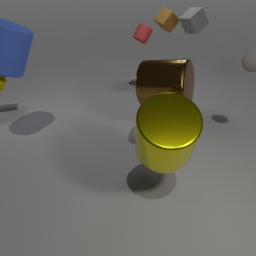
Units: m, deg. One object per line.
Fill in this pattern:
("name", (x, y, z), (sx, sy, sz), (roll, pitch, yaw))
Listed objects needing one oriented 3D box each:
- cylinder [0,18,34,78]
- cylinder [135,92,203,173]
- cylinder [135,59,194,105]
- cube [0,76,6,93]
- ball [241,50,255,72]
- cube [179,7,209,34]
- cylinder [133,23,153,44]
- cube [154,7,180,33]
("cylinder", (-3.680, -2.412, 8.361), (1.400, 1.400, 1.400), (19, 19, -7))
("cylinder", (0.867, 0.146, 6.365), (1.400, 1.400, 1.400), (0, 62, 1))
("cylinder", (1.111, -1.295, 8.227), (1.400, 1.400, 1.400), (4, 28, 25))
("cube", (-5.406, -1.927, 11.262), (0.700, 0.700, 0.700), (11, 49, -42))
("ball", (4.093, -2.189, 9.186), (0.700, 0.700, 0.700), (0, 29, 0))
("cube", (2.534, -4.127, 10.773), (0.700, 0.700, 0.700), (-43, 34, -7))
("cylinder", (0.682, -4.389, 13.014), (0.700, 0.700, 0.700), (28, 8, -4))
("cube", (1.738, -4.833, 12.536), (0.700, 0.700, 0.700), (27, 15, -46))
